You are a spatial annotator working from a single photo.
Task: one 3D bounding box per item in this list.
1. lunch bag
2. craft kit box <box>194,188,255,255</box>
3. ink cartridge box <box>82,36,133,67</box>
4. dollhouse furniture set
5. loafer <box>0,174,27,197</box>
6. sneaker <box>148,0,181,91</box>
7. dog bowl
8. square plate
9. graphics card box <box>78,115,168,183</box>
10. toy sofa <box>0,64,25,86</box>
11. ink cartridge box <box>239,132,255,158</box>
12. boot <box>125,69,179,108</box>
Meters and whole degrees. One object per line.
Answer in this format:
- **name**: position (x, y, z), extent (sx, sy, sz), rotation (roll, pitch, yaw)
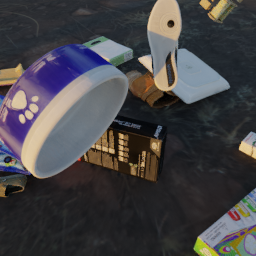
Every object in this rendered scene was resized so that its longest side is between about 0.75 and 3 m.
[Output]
- **lunch bag**: position (-3.167, 0.197, 7.774), extent (2.590, 1.219, 1.950), rotation (16, 34, 8)
- **craft kit box**: position (3.322, 2.516, 5.511), extent (2.853, 0.692, 2.818), rotation (-27, 50, -28)
- **ink cartridge box**: position (-0.956, -3.408, 12.526), extent (1.966, 0.471, 1.430), rotation (31, 50, 31)
- **dollhouse furniture set**: position (3.001, -4.227, 9.057), extent (0.645, 1.161, 1.027), rotation (-14, 62, -47)
- **loafer**: position (-3.100, 1.455, 6.858), extent (1.206, 0.454, 0.420), rotation (-13, 40, -17)
- **sneaker**: position (0.690, -1.682, 5.718), extent (0.632, 1.731, 0.968), rotation (0, 16, 1)
- **dog bowl**: position (-1.079, -0.277, 5.055), extent (0.922, 2.341, 2.341), rotation (41, 52, 12)
- **square plate**: position (2.158, -2.120, 10.378), extent (2.686, 0.382, 2.660), rotation (-21, 57, -37)
- **graphics card box**: position (-0.272, 0.420, 7.241), extent (2.447, 1.535, 0.622), rotation (14, 40, 17)
- **toy sofa**: position (-4.760, -1.855, 10.680), extent (1.638, 0.799, 0.678), rotation (-9, 66, -11)
- **ink cartridge box**: position (3.726, 0.549, 7.992), extent (0.850, 0.358, 0.621), rotation (31, 50, 31)
- **boot**: position (1.286, -1.697, 10.168), extent (2.485, 0.953, 1.929), rotation (-20, 46, -24)
